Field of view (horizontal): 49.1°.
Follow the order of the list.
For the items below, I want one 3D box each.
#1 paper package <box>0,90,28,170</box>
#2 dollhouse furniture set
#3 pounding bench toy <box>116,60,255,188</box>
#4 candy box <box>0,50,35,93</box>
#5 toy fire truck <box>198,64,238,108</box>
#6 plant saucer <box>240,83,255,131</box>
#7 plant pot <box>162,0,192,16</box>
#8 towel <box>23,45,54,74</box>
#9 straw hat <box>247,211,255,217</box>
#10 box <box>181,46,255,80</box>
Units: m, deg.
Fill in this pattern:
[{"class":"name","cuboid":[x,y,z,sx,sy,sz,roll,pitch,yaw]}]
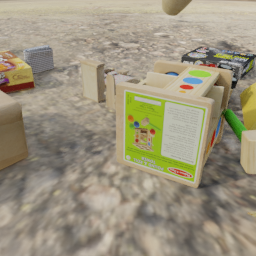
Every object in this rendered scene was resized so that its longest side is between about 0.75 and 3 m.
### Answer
[{"class":"paper package","cuboid":[-3.863,0.088,5.648,2.637,1.432,2.767,25,37,37]},{"class":"dollhouse furniture set","cuboid":[-0.268,-1.808,9.266,2.114,1.210,2.479,25,38,36]},{"class":"pounding bench toy","cuboid":[1.512,-0.170,5.778,2.826,1.755,2.204,15,32,25]},{"class":"candy box","cuboid":[-4.682,-2.055,10.120,1.675,0.811,2.871,-18,35,-30]},{"class":"toy fire truck","cuboid":[2.131,-1.322,8.676,1.967,1.265,1.731,14,31,5]},{"class":"plant saucer","cuboid":[4.684,-0.536,7.511,2.950,0.715,2.949,8,31,14]},{"class":"plant pot","cuboid":[1.578,-4.286,8.851,1.244,1.329,1.244,7,61,-14]},{"class":"towel","cuboid":[-3.511,-2.728,11.188,1.140,0.944,0.488,-21,39,-30]},{"class":"straw hat","cuboid":[2.653,1.527,3.591,2.007,2.007,0.849,1,71,1]},{"class":"box","cuboid":[3.762,-2.772,11.641,2.518,0.557,2.017,20,35,31]}]
